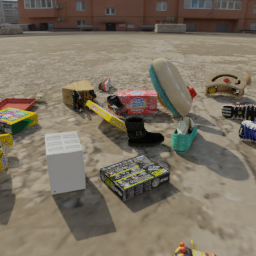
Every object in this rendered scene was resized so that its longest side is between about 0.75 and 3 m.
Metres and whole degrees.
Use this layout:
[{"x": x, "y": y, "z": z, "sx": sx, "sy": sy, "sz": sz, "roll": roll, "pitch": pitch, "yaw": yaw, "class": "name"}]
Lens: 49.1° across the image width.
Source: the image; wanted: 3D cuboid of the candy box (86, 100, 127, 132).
[{"x": -0.802, "y": -0.486, "z": 11.436, "sx": 1.168, "sy": 0.302, "sz": 2.284, "roll": 27, "pitch": 5, "yaw": -37, "class": "candy box"}]

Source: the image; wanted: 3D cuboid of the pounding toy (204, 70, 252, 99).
[{"x": 5.561, "y": -2.128, "z": 15.472, "sx": 2.691, "sy": 1.544, "sz": 1.539, "roll": -7, "pitch": 51, "yaw": 6, "class": "pounding toy"}]

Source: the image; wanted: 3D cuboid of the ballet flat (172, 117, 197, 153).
[{"x": 2.124, "y": 0.053, "z": 10.303, "sx": 0.798, "sy": 0.834, "sz": 2.370, "roll": 6, "pitch": 24, "yaw": 17, "class": "ballet flat"}]

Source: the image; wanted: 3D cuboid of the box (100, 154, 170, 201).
[{"x": 0.183, "y": 1.345, "z": 7.972, "sx": 1.594, "sy": 0.353, "sz": 1.277, "roll": -16, "pitch": 29, "yaw": -31, "class": "box"}]

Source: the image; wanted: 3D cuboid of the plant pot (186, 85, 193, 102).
[{"x": 2.355, "y": -1.242, "z": 12.957, "sx": 1.357, "sy": 1.357, "sz": 0.911, "roll": 9, "pitch": -15, "yaw": 20, "class": "plant pot"}]

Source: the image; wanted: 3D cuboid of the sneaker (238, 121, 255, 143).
[{"x": 4.618, "y": 0.287, "z": 9.903, "sx": 1.272, "sy": 0.890, "sz": 2.202, "roll": 3, "pitch": 17, "yaw": 15, "class": "sneaker"}]

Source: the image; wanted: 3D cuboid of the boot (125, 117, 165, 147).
[{"x": 0.602, "y": 0.098, "z": 9.833, "sx": 1.397, "sy": 1.045, "sz": 0.526, "roll": -7, "pitch": 28, "yaw": -5, "class": "boot"}]

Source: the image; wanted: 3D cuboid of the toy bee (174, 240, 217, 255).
[{"x": 1.132, "y": 2.435, "z": 5.090, "sx": 1.288, "sy": 0.700, "sz": 0.843, "roll": -8, "pitch": 26, "yaw": -18, "class": "toy bee"}]

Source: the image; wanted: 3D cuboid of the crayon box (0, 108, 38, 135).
[{"x": -4.846, "y": -0.325, "z": 11.598, "sx": 1.653, "sy": 0.482, "sz": 1.426, "roll": 11, "pitch": 25, "yaw": 24, "class": "crayon box"}]

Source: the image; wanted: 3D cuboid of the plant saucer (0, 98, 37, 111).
[{"x": -5.434, "y": -1.048, "z": 13.472, "sx": 1.641, "sy": 0.302, "sz": 1.645, "roll": 1, "pitch": 25, "yaw": 3, "class": "plant saucer"}]

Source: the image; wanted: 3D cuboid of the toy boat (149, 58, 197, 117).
[{"x": 1.768, "y": -1.366, "z": 11.167, "sx": 1.343, "sy": 2.430, "sz": 2.890, "roll": -30, "pitch": -20, "yaw": 22, "class": "toy boat"}]

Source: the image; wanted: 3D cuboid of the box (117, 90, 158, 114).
[{"x": 0.428, "y": -1.238, "z": 13.177, "sx": 1.848, "sy": 0.875, "sz": 0.948, "roll": 0, "pitch": 24, "yaw": 0, "class": "box"}]

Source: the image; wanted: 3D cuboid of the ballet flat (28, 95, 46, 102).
[{"x": -4.830, "y": -1.533, "z": 14.488, "sx": 1.125, "sy": 0.391, "sz": 0.391, "roll": -3, "pitch": 24, "yaw": -7, "class": "ballet flat"}]

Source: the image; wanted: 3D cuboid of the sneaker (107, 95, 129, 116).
[{"x": -0.497, "y": -1.015, "z": 12.105, "sx": 0.527, "sy": 0.729, "sz": 1.491, "roll": -28, "pitch": 34, "yaw": -19, "class": "sneaker"}]

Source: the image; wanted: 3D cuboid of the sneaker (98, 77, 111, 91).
[{"x": -1.424, "y": -2.677, "z": 16.828, "sx": 0.665, "sy": 0.626, "sz": 1.623, "roll": -3, "pitch": 22, "yaw": 9, "class": "sneaker"}]

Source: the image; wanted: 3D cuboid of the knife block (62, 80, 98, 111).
[{"x": -2.032, "y": -1.638, "z": 14.138, "sx": 2.323, "sy": 0.847, "sz": 2.646, "roll": 12, "pitch": 26, "yaw": 24, "class": "knife block"}]

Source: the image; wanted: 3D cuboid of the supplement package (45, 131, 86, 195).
[{"x": -1.768, "y": 0.925, "z": 7.828, "sx": 0.944, "sy": 1.227, "sz": 1.283, "roll": -7, "pitch": 25, "yaw": -16, "class": "supplement package"}]

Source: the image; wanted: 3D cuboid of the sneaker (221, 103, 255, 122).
[{"x": 5.304, "y": -0.779, "z": 12.287, "sx": 2.118, "sy": 0.802, "sz": 1.224, "roll": 16, "pitch": 26, "yaw": 34, "class": "sneaker"}]

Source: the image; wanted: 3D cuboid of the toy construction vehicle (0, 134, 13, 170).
[{"x": -4.849, "y": 1.066, "z": 8.109, "sx": 2.547, "sy": 1.030, "sz": 2.926, "roll": -14, "pitch": 22, "yaw": -4, "class": "toy construction vehicle"}]
